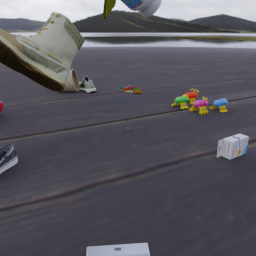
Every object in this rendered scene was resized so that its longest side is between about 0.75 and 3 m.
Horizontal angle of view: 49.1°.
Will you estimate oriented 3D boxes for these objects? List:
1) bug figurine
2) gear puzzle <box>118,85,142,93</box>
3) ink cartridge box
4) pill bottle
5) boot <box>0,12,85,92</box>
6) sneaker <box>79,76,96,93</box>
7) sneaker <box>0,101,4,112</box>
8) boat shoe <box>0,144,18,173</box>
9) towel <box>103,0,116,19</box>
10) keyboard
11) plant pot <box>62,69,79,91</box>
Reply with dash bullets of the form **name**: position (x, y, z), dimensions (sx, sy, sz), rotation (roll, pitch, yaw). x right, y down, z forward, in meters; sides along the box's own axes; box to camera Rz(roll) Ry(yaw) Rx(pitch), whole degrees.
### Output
- **bug figurine**: position (2.771, -1.061, 10.983), dimensions (1.645, 0.546, 2.121), rotation (-15, 25, -36)
- **gear puzzle**: position (0.162, -1.916, 13.833), dimensions (0.810, 0.205, 1.563), rotation (-10, 22, -26)
- **ink cartridge box**: position (2.568, 0.468, 6.861), dimensions (0.822, 0.473, 0.279), rotation (-13, 24, -32)
- **pill bottle**: position (0.091, -3.368, 6.649), dimensions (1.551, 0.844, 0.844), rotation (28, -2, -41)
- **boot**: position (-2.154, -2.092, 6.494), dimensions (2.206, 1.706, 0.795), rotation (33, -27, -30)
- **sneaker**: position (-2.062, -2.256, 13.985), dimensions (0.641, 0.739, 1.668), rotation (-12, 23, -31)
- **sneaker**: position (-4.526, -0.494, 9.404), dimensions (0.868, 0.550, 1.543), rotation (3, 27, 20)
- **boat shoe**: position (-2.937, 0.768, 5.969), dimensions (0.544, 0.515, 1.518), rotation (7, 21, 18)
- **towel**: position (-0.595, -4.893, 10.459), dimensions (0.182, 0.866, 2.012), rotation (37, -12, -2)
- **keyboard**: position (-0.142, 1.751, 3.977), dimensions (0.887, 0.047, 0.250), rotation (-1, 15, -5)
- **plant pot**: position (-3.030, -2.229, 13.675), dimensions (1.013, 1.106, 1.106), rotation (-11, 19, 6)
